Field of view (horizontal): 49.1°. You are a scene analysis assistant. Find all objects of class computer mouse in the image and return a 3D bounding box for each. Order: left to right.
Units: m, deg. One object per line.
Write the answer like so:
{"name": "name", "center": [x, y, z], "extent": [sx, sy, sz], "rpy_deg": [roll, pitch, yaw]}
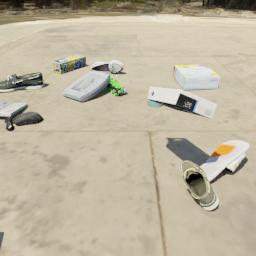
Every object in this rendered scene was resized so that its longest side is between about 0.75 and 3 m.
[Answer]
{"name": "computer mouse", "center": [-4.311, -0.385, 11.584], "extent": [1.527, 0.402, 1.057], "rpy_deg": [-13, 30, -22]}

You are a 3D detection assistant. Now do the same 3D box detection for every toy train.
{"name": "toy train", "center": [-0.812, -2.336, 15.093], "extent": [0.723, 0.535, 2.564], "rpy_deg": [-3, 27, -28]}

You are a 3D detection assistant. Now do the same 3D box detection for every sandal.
{"name": "sandal", "center": [2.884, 1.153, 8.672], "extent": [2.142, 0.614, 0.821], "rpy_deg": [-36, 29, -17]}

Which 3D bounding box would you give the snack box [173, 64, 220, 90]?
{"name": "snack box", "center": [3.793, -2.920, 15.830], "extent": [1.969, 0.790, 2.335], "rpy_deg": [-3, 30, -7]}

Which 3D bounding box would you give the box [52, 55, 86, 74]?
{"name": "box", "center": [-3.778, -4.150, 18.156], "extent": [0.783, 0.718, 2.234], "rpy_deg": [21, 35, 33]}

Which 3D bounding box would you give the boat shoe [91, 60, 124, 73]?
{"name": "boat shoe", "center": [-1.284, -3.745, 17.431], "extent": [2.123, 0.782, 0.681], "rpy_deg": [8, 35, 22]}

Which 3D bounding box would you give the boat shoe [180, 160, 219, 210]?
{"name": "boat shoe", "center": [1.899, 1.445, 7.857], "extent": [0.672, 0.562, 1.880], "rpy_deg": [-35, 30, 8]}

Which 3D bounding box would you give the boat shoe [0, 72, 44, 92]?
{"name": "boat shoe", "center": [-5.957, -2.515, 15.034], "extent": [2.757, 0.832, 1.042], "rpy_deg": [-10, 30, -18]}

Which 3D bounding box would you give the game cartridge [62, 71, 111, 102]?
{"name": "game cartridge", "center": [-2.025, -2.145, 14.305], "extent": [1.549, 0.483, 2.326], "rpy_deg": [22, 50, 30]}

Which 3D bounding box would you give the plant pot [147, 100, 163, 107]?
{"name": "plant pot", "center": [1.321, -1.387, 13.284], "extent": [0.803, 0.541, 0.803], "rpy_deg": [0, 28, 0]}

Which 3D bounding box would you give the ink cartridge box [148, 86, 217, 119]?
{"name": "ink cartridge box", "center": [1.279, -0.736, 7.532], "extent": [1.097, 0.432, 2.205], "rpy_deg": [18, 6, -19]}

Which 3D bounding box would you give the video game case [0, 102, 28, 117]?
{"name": "video game case", "center": [-5.515, -0.848, 12.461], "extent": [1.477, 0.179, 1.623], "rpy_deg": [3, 21, 5]}
